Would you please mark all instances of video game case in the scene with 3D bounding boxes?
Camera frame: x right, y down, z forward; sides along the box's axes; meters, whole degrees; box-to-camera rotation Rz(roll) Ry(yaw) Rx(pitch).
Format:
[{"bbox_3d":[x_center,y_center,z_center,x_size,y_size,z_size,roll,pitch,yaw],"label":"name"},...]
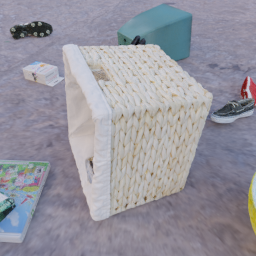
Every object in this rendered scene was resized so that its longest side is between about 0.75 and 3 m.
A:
[{"bbox_3d":[-3.187,1.534,6.412,2.304,0.254,2.097,2,39,3],"label":"video game case"}]

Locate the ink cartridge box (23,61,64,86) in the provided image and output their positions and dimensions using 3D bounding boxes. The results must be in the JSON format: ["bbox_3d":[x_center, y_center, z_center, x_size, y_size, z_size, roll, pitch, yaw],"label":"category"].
[{"bbox_3d":[-3.239,-2.101,10.801,1.368,0.464,0.788,18,42,21],"label":"ink cartridge box"}]

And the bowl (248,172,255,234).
[{"bbox_3d":[3.397,1.898,5.023,2.651,1.426,2.651,1,38,-1],"label":"bowl"}]

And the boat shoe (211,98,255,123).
[{"bbox_3d":[3.243,-0.603,8.686,1.672,0.593,0.603,-16,32,-27],"label":"boat shoe"}]

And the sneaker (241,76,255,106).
[{"bbox_3d":[4.438,-1.211,9.748,0.819,0.555,1.418,15,53,5],"label":"sneaker"}]

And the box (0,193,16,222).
[{"bbox_3d":[-3.231,1.848,5.602,1.114,0.281,1.544,18,44,22],"label":"box"}]

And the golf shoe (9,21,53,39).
[{"bbox_3d":[-4.922,-5.102,14.317,2.114,0.816,0.931,-8,34,-10],"label":"golf shoe"}]

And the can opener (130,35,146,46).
[{"bbox_3d":[-0.028,-2.126,9.519,0.663,2.091,0.822,31,19,28],"label":"can opener"}]

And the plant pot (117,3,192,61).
[{"bbox_3d":[1.022,-3.736,11.831,2.694,1.903,1.904,-28,46,-22],"label":"plant pot"}]

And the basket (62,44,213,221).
[{"bbox_3d":[-0.056,-0.074,6.417,2.366,2.942,2.916,-8,39,-19],"label":"basket"}]
